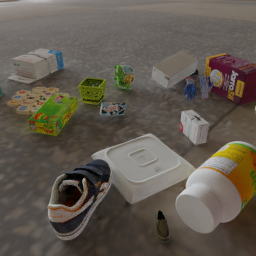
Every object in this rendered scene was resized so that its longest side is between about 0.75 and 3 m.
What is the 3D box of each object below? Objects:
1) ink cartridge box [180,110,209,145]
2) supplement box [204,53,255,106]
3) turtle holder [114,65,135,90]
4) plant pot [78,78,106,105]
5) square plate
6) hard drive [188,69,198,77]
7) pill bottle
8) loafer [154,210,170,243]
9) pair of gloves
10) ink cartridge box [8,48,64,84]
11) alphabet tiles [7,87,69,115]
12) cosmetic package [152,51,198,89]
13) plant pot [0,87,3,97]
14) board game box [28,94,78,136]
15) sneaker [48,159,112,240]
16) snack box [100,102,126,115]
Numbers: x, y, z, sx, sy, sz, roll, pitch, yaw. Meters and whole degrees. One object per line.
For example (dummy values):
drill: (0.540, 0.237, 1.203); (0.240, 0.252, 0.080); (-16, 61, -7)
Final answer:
ink cartridge box: (2.288, -0.037, 9.727); (0.455, 0.783, 1.086); (-11, 33, -17)
supplement box: (4.663, -2.230, 12.571); (1.219, 1.546, 2.362); (-18, 35, -24)
turtle holder: (-0.163, -2.460, 13.385); (0.967, 1.035, 1.362); (-4, 24, -5)
plant pot: (-1.513, -1.571, 12.120); (0.967, 0.882, 0.972); (9, 33, 13)
square plate: (0.463, 0.996, 8.495); (2.421, 0.344, 2.398); (-18, 36, -26)
hard drive: (2.566, -3.088, 15.087); (1.985, 0.326, 1.385); (-8, 33, -13)
pill bottle: (2.295, 1.412, 6.848); (1.358, 1.358, 2.445); (27, 42, 37)
loafer: (0.767, 2.257, 6.492); (0.314, 0.291, 0.835); (-4, 32, -7)
pair of gloves: (3.023, -1.717, 12.044); (1.276, 1.026, 0.145); (-1, 0, 27)
ink cartridge box: (-4.970, -3.390, 15.014); (1.606, 0.925, 2.772); (15, 35, 23)
alphabet tiles: (-3.860, -1.219, 12.204); (2.351, 0.175, 2.404); (4, 32, 1)
cosmetic package: (2.344, -2.932, 13.933); (2.233, 0.827, 1.135); (-32, 58, -28)
plant pot: (-6.424, -1.912, 12.488); (1.343, 1.078, 1.343); (0, 32, 0)
board game box: (-2.797, -0.564, 10.711); (1.052, 0.493, 2.070); (9, 36, 9)
sneaker: (-1.111, 1.425, 7.009); (0.999, 1.012, 2.548); (-2, 32, 19)
snack box: (-0.589, -0.749, 10.989); (0.964, 0.560, 0.179); (-2, 49, -17)
